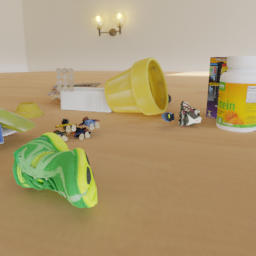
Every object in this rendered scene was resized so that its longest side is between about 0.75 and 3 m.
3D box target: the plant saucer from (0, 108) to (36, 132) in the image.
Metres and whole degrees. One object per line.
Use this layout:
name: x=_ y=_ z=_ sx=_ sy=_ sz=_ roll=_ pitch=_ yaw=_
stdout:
plant saucer: x=-3.633 y=-0.304 z=7.632 sx=2.164 sy=0.336 sz=2.164 roll=17 pitch=-11 yaw=3

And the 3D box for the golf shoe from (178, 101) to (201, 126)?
golf shoe: x=2.258 y=-0.500 z=10.309 sx=0.774 sy=0.678 sz=1.757 roll=2 pitch=24 yaw=10

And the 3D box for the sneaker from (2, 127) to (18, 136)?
sneaker: x=-4.053 y=-0.076 z=8.789 sx=1.385 sy=0.568 sz=0.517 roll=5 pitch=15 yaw=17

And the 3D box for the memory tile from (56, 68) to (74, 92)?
memory tile: x=-2.706 y=-2.074 z=12.078 sx=0.786 sy=1.025 sz=0.086 roll=-3 pitch=11 yaw=-17

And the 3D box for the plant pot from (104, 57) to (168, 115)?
plant pot: x=0.300 y=-1.560 z=11.743 sx=2.165 sy=2.301 sz=2.301 roll=-11 pitch=9 yaw=26

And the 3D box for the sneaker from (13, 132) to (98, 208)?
sneaker: x=-1.369 y=0.816 z=4.976 sx=1.128 sy=1.000 sz=2.700 roll=-23 pitch=20 yaw=-27

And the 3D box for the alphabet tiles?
alphabet tiles: x=-3.050 y=-1.931 z=14.885 sx=2.397 sy=0.108 sz=2.867 roll=-8 pitch=-5 yaw=-28

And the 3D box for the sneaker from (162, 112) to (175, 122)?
sneaker: x=1.271 y=-0.357 z=9.397 sx=0.376 sy=0.316 sz=0.960 roll=-3 pitch=1 yaw=24

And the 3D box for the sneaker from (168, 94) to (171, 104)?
sneaker: x=1.238 y=-1.613 z=14.316 sx=2.087 sy=0.773 sz=0.923 roll=6 pitch=18 yaw=19

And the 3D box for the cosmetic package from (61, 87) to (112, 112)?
cosmetic package: x=-1.747 y=-1.354 z=12.961 sx=2.419 sy=0.981 sz=1.365 roll=3 pitch=15 yaw=17

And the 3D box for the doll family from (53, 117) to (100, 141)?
doll family: x=-1.614 y=-0.005 z=8.592 sx=1.597 sy=0.627 sz=0.923 roll=-1 pitch=10 yaw=-26

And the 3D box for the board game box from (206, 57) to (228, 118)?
board game box: x=4.435 y=-1.417 z=10.373 sx=2.857 sy=2.361 sz=0.810 roll=11 pitch=18 yaw=36

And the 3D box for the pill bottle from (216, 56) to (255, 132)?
pill bottle: x=3.717 y=-1.165 z=9.321 sx=1.334 sy=2.402 sz=1.334 roll=0 pitch=15 yaw=0

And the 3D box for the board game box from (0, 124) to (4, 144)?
board game box: x=-5.053 y=0.268 z=7.110 sx=2.635 sy=0.574 sz=2.648 roll=6 pitch=15 yaw=42

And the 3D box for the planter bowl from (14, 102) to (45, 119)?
planter bowl: x=-4.112 y=-0.757 z=11.502 sx=1.295 sy=0.539 sz=1.295 roll=0 pitch=15 yaw=0
